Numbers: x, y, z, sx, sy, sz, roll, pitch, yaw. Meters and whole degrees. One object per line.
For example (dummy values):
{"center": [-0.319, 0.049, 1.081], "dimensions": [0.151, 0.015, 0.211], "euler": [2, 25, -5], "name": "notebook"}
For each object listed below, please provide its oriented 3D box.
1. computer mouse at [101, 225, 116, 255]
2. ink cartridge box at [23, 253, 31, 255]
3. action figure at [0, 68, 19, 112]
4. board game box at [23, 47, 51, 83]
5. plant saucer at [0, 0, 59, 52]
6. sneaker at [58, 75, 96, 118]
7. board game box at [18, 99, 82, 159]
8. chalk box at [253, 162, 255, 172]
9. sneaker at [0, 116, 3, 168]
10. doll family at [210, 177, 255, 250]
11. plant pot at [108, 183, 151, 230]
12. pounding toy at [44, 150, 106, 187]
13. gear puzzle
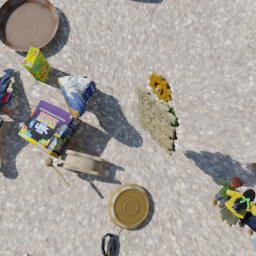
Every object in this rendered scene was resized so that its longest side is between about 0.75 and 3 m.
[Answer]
{"center": [-0.390, 3.096, 9.179], "dimensions": [0.669, 0.389, 2.284], "euler": [20, 85, -13], "name": "computer mouse"}
{"center": [-2.072, 2.992, 5.172], "dimensions": [1.126, 0.814, 0.477], "euler": [-35, 38, -8], "name": "ink cartridge box"}
{"center": [-4.742, -1.259, 9.857], "dimensions": [1.988, 1.075, 2.055], "euler": [21, 50, -2], "name": "action figure"}
{"center": [-3.105, -2.142, 9.630], "dimensions": [0.321, 1.349, 0.685], "euler": [19, 80, 4], "name": "board game box"}
{"center": [-3.725, -3.872, 10.453], "dimensions": [2.366, 0.407, 2.366], "euler": [0, 80, 1], "name": "plant saucer"}
{"center": [-1.561, -1.208, 9.058], "dimensions": [1.121, 2.543, 0.957], "euler": [-17, 124, -11], "name": "sneaker"}
{"center": [-2.605, -0.007, 9.280], "dimensions": [1.767, 0.501, 1.460], "euler": [23, 79, 32], "name": "board game box"}
{"center": [4.959, 1.365, 9.271], "dimensions": [1.204, 0.746, 0.752], "euler": [-10, 78, -3], "name": "chalk box"}
{"center": [-4.575, 0.257, 9.135], "dimensions": [1.437, 0.881, 2.207], "euler": [-39, 69, 31], "name": "sneaker"}
{"center": [3.168, 2.189, 7.119], "dimensions": [2.254, 0.885, 1.303], "euler": [38, 120, 15], "name": "doll family"}
{"center": [0.089, 2.564, 9.111], "dimensions": [1.492, 0.205, 1.492], "euler": [2, 84, -15], "name": "plant pot"}
{"center": [-1.767, 1.355, 9.160], "dimensions": [2.001, 1.144, 1.148], "euler": [16, 78, -16], "name": "pounding toy"}
{"center": [0.759, -0.425, 6.852], "dimensions": [0.367, 2.801, 1.451], "euler": [-36, 63, -15], "name": "gear puzzle"}
